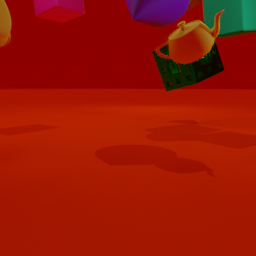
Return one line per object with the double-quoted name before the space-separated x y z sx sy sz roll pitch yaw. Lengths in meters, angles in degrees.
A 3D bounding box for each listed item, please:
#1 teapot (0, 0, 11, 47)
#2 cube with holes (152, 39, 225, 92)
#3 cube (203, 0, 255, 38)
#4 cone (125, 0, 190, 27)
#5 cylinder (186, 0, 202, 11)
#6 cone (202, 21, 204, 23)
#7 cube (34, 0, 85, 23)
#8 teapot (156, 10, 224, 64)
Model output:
"teapot" -2.877 -2.067 5.083 1.005 1.276 2.053 -11 -16 14
"cube with holes" 1.853 -2.073 8.662 1.343 1.343 1.343 -27 11 -31
"cube" 2.966 -3.229 7.757 1.228 1.228 1.228 -16 14 -35
"cone" 0.366 -2.560 5.808 1.571 1.571 1.577 4 42 24
"cylinder" 1.753 -4.230 8.300 1.024 1.024 1.024 47 20 8
"cone" 2.564 -3.567 10.533 1.096 1.100 1.096 23 36 -18
"cube" -2.361 -4.427 9.509 1.203 1.203 1.203 -2 5 39
"teapot" 1.143 -1.634 5.095 1.367 0.670 0.850 -20 29 26
